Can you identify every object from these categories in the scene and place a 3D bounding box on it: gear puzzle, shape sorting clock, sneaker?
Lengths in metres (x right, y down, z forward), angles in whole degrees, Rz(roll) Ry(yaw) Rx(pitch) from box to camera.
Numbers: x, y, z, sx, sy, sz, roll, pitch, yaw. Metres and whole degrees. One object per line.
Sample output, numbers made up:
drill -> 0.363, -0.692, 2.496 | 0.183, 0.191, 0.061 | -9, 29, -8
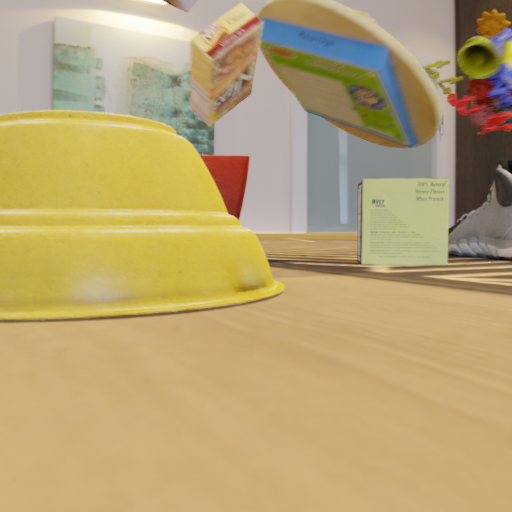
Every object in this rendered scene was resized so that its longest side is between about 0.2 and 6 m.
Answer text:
gear puzzle -> 4.176, -3.126, 9.714 | 1.153, 2.226, 0.291 | 20, 53, 41
shape sorting clock -> 1.253, -2.509, 7.856 | 2.956, 0.580, 2.956 | 32, -3, 2
sneaker -> 3.821, -0.732, 8.866 | 0.999, 1.538, 2.663 | 0, 3, -13

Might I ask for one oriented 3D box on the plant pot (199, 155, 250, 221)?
plant pot -> -1.307, -1.059, 11.843 | 2.148, 1.893, 2.146 | -1, 4, -8

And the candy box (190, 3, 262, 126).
candy box -> -0.409, -2.373, 7.124 | 0.837, 0.401, 1.449 | -41, -10, -17

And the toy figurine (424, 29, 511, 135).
toy figurine -> 3.734, -3.075, 8.949 | 2.184, 1.309, 1.152 | 29, -21, -36

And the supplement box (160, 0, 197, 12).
supplement box -> -1.138, -3.000, 5.623 | 1.258, 0.383, 0.684 | 36, -5, 29

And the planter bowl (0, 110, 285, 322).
planter bowl -> -1.333, -0.365, 4.370 | 3.111, 1.296, 3.111 | -1, 3, 0

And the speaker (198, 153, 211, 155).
speaker -> -1.148, -1.125, 11.627 | 0.757, 1.864, 0.757 | 2, 29, -1

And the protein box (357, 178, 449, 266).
protein box -> 1.938, -0.452, 7.526 | 1.109, 1.117, 0.753 | 0, 3, 6
